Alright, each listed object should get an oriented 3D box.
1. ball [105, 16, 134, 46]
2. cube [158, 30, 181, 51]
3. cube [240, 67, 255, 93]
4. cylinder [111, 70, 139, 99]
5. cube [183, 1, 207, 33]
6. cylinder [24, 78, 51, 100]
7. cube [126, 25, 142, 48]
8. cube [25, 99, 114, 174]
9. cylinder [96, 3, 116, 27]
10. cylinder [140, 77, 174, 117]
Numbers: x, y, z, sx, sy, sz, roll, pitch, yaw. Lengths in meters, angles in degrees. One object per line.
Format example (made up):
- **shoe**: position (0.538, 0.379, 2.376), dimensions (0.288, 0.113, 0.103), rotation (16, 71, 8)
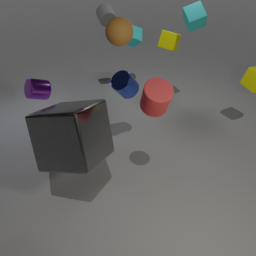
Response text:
- **ball**: position (-0.213, -2.382, 6.925), dimensions (0.700, 0.700, 0.700), rotation (0, 32, 0)
- **cube**: position (1.760, -3.709, 11.905), dimensions (0.700, 0.700, 0.700), rotation (21, 21, 17)
- **cube**: position (4.760, -1.795, 10.378), dimensions (0.700, 0.700, 0.700), rotation (-11, 47, -34)
- **cylinder**: position (-0.093, -1.388, 9.004), dimensions (0.700, 0.700, 0.700), rotation (-10, 68, 25)
- **cube**: position (2.522, -4.204, 10.611), dimensions (0.700, 0.700, 0.700), rotation (-20, 75, 7)
- **cylinder**: position (-3.130, -1.342, 9.703), dimensions (0.700, 0.700, 0.700), rotation (-1, 26, -41)
- **cube**: position (0.220, -4.437, 13.520), dimensions (0.700, 0.700, 0.700), rotation (11, -17, -27)
- **cube**: position (-1.332, 0.165, 6.747), dimensions (1.400, 1.400, 1.400), rotation (-2, 17, 24)
- **cylinder**: position (-0.918, -4.729, 11.753), dimensions (0.700, 0.700, 0.700), rotation (-11, 57, -17)
- **cylinder**: position (0.672, -0.724, 6.691), dimensions (0.700, 0.700, 0.700), rotation (3, 62, -5)
